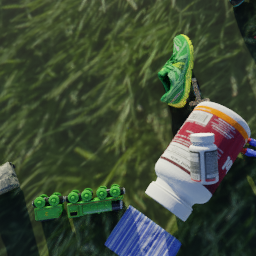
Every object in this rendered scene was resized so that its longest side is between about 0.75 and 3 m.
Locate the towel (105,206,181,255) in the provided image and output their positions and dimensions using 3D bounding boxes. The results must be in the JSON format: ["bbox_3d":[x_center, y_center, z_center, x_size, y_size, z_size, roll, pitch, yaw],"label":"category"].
[{"bbox_3d":[0.411,3.141,7.574,1.759,0.210,1.274,34,79,7],"label":"towel"}]

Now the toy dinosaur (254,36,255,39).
[{"bbox_3d":[4.403,-4.273,8.584,2.166,1.137,1.965,-38,92,-6],"label":"toy dinosaur"}]

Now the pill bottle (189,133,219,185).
[{"bbox_3d":[1.623,0.643,6.017,0.583,0.583,1.024,-4,95,-1],"label":"pill bottle"}]

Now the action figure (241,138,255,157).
[{"bbox_3d":[4.087,0.715,7.713,2.219,1.098,0.724,24,79,3],"label":"action figure"}]

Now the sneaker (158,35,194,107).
[{"bbox_3d":[1.406,-1.772,8.353,0.956,0.847,2.286,7,78,-3],"label":"sneaker"}]

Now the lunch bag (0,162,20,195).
[{"bbox_3d":[-3.528,1.424,7.752,0.870,0.606,0.730,-25,80,-6],"label":"lunch bag"}]

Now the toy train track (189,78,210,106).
[{"bbox_3d":[2.134,-1.026,8.530,0.630,0.179,1.098,-12,77,-3],"label":"toy train track"}]

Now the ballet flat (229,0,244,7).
[{"bbox_3d":[3.972,-4.710,9.077,1.797,0.611,0.614,-42,115,-9],"label":"ballet flat"}]

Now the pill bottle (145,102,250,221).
[{"bbox_3d":[1.774,0.874,7.369,1.625,1.625,2.877,35,81,7],"label":"pill bottle"}]

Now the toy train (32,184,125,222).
[{"bbox_3d":[-1.323,2.067,7.678,2.552,0.532,0.720,-7,87,-2],"label":"toy train"}]
